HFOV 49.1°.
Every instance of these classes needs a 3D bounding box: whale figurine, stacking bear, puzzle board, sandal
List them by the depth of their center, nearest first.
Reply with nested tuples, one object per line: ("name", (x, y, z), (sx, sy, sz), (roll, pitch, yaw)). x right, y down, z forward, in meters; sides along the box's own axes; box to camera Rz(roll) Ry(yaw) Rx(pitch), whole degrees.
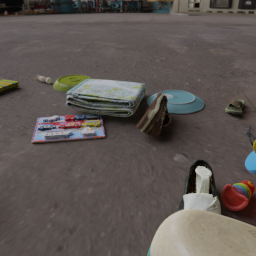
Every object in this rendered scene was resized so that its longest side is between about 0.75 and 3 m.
("whale figurine", (1.516, 2.151, 3.844), (2.888, 1.498, 2.297), (12, 16, -35))
("stacking bear", (2.411, 1.379, 5.970), (0.883, 0.502, 0.536), (-14, 48, -44))
("puzzle board", (-1.886, -0.055, 9.047), (2.181, 0.190, 1.644), (-5, 28, -8))
("sandal", (3.974, -0.860, 10.331), (0.595, 0.427, 1.498), (13, 30, 24))

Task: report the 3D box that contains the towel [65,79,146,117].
("towel", (-0.743, -1.229, 10.651), (2.518, 0.708, 2.941), (8, 23, 8))

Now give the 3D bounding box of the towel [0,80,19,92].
("towel", (-6.147, -1.484, 11.798), (1.265, 0.265, 2.939), (10, 30, 29))

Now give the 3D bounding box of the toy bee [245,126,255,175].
("toy bee", (3.336, 0.591, 5.879), (1.956, 1.624, 2.988), (28, 40, -29))

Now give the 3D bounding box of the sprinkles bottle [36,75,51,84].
("sprinkles bottle", (-4.008, -2.307, 13.306), (0.801, 0.273, 0.273), (16, 32, 29))

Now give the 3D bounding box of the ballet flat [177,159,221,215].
("ballet flat", (1.377, 1.437, 5.432), (0.842, 0.847, 2.476), (5, 28, 7))

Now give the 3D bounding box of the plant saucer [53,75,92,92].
("plant saucer", (-2.465, -2.108, 12.893), (1.959, 0.304, 1.959), (0, 28, 0))

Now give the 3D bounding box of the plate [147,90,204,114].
("plate", (1.865, -1.123, 11.003), (2.258, 0.288, 2.258), (0, 28, 0))

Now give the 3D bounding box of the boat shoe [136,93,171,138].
("boat shoe", (0.986, -0.367, 9.144), (0.840, 0.839, 2.271), (36, 38, 0))
